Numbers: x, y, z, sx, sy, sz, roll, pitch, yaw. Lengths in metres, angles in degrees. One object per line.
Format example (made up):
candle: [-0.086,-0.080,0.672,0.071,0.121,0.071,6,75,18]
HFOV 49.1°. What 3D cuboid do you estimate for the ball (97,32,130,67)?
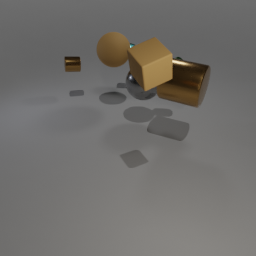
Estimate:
ball: [-0.586,-3.201,11.486,1.400,1.400,1.400,0,31,0]

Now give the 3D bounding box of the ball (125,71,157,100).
ball: [0.601,-1.774,10.832,1.400,1.400,1.400,0,31,0]

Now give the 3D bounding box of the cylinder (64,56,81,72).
cylinder: [-2.559,-2.937,12.892,0.700,0.700,0.700,-4,31,-16]

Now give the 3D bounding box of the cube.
cube: [0.470,-1.359,5.967,0.700,0.700,0.700,-26,55,-10]

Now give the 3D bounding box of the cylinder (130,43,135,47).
cylinder: [-0.084,-3.727,13.359,0.700,0.700,0.700,13,30,-8]

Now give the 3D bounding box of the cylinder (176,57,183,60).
cylinder: [1.729,-2.188,10.464,0.700,0.700,0.700,-24,11,41]

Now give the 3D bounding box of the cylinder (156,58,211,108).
cylinder: [1.842,-1.507,9.268,1.400,1.400,1.400,17,35,21]
